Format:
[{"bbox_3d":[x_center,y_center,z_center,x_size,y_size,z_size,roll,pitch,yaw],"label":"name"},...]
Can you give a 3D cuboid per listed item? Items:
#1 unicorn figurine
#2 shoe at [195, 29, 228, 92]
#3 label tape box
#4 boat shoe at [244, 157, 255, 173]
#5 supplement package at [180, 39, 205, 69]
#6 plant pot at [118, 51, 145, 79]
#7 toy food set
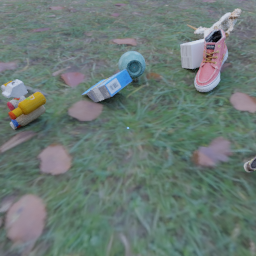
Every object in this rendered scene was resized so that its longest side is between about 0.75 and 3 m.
[{"bbox_3d":[3.765,-4.257,12.312,2.832,1.046,1.945,-14,34,44],"label":"unicorn figurine"},{"bbox_3d":[2.910,-2.447,9.948,0.868,1.105,2.430,9,53,34],"label":"shoe"},{"bbox_3d":[-0.714,-1.322,9.258,1.062,0.466,1.472,-42,18,-33],"label":"label tape box"},{"bbox_3d":[3.161,0.731,6.551,0.923,0.275,0.332,-29,77,-7],"label":"boat shoe"},{"bbox_3d":[2.762,-2.934,11.033,1.189,0.926,0.659,-20,24,-23],"label":"supplement package"},{"bbox_3d":[0.182,-2.187,9.946,0.990,0.990,0.663,-5,22,-6],"label":"plant pot"},{"bbox_3d":[-3.217,-0.633,8.068,2.194,1.047,0.987,25,52,39],"label":"toy food set"}]
